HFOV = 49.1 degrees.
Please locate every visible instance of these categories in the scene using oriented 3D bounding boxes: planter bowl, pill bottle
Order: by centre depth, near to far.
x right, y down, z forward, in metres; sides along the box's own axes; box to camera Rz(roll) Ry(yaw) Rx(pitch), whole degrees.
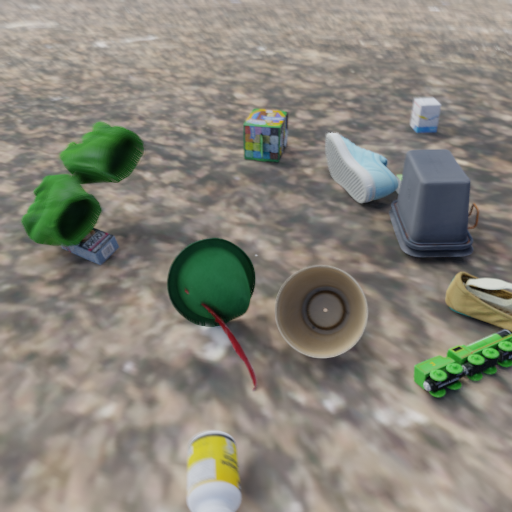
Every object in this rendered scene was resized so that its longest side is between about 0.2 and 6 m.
[{"bbox_3d":[-0.499,2.666,6.566,0.612,0.612,1.092,-3,35,-5],"label":"pill bottle"},{"bbox_3d":[1.052,0.851,8.711,1.374,1.374,0.925,9,-2,14],"label":"planter bowl"}]

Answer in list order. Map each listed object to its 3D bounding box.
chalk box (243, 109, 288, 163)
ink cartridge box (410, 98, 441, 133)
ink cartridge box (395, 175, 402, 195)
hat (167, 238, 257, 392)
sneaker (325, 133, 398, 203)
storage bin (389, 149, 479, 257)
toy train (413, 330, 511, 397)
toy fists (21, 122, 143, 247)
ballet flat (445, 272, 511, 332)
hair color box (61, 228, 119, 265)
[{"bbox_3d":[0.213,-3.091,14.649,0.990,0.997,1.597,7,34,11],"label":"chalk box"},{"bbox_3d":[4.900,-4.072,16.232,0.602,0.824,0.605,-3,34,-4],"label":"ink cartridge box"},{"bbox_3d":[3.908,-1.607,13.002,1.182,0.398,0.692,-5,35,-7],"label":"ink cartridge box"},{"bbox_3d":[-0.379,0.699,8.468,1.453,1.754,1.544,-47,26,-4],"label":"hat"},{"bbox_3d":[2.483,-2.129,13.312,1.085,0.979,2.648,-10,44,-13],"label":"sneaker"},{"bbox_3d":[3.645,-1.159,11.239,1.612,1.488,2.215,0,31,4],"label":"storage bin"},{"bbox_3d":[3.233,1.558,8.401,2.018,0.421,0.569,-16,27,-22],"label":"toy train"},{"bbox_3d":[-3.448,-1.436,10.903,1.449,0.978,2.843,10,65,48],"label":"toy fists"},{"bbox_3d":[4.267,0.880,9.064,2.351,0.741,0.807,18,38,24],"label":"ballet flat"},{"bbox_3d":[-3.310,-0.269,11.005,1.111,0.337,0.550,19,53,28],"label":"hair color box"}]
